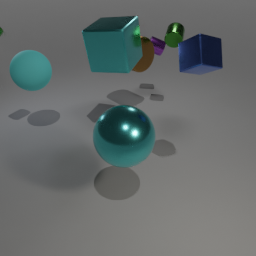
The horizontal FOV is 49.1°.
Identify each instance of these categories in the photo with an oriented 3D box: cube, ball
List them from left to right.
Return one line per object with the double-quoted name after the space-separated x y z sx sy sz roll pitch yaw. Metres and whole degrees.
-3.384 -1.999 9.788 1.400 1.400 1.400 0 30 0 "ball"
-0.452 -2.735 9.172 1.400 1.400 1.400 6 38 21 "cube"
-0.085 0.183 6.271 1.400 1.400 1.400 0 30 0 "ball"
1.655 -1.664 6.428 0.700 0.700 0.700 0 -3 -32 "cube"

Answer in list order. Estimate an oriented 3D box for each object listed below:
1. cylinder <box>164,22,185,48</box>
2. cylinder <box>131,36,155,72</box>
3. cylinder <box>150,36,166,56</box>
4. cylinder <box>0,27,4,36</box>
1.811 -3.599 10.852 0.700 0.700 0.700 7 51 13 "cylinder"
0.135 -3.121 11.599 1.400 1.400 1.400 -22 33 -34 "cylinder"
1.305 -3.819 13.071 0.700 0.700 0.700 19 28 -11 "cylinder"
-4.411 -2.988 8.769 0.700 0.700 0.700 24 77 36 "cylinder"
